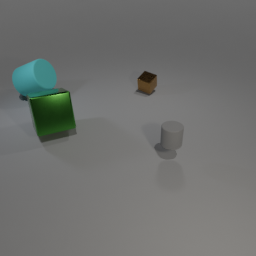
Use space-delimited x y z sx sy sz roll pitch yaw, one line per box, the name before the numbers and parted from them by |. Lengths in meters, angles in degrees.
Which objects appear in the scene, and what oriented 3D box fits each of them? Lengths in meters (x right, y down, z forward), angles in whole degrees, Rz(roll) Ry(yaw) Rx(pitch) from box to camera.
cylinder | 1.397 0.231 8.918 0.700 0.700 0.700 0 31 0
cube | -2.876 -0.644 10.455 1.400 1.400 1.400 -14 18 -21
cube | 0.931 -2.196 13.489 0.700 0.700 0.700 25 58 24
cylinder | -4.221 -2.257 12.682 1.400 1.400 1.400 -12 24 30
